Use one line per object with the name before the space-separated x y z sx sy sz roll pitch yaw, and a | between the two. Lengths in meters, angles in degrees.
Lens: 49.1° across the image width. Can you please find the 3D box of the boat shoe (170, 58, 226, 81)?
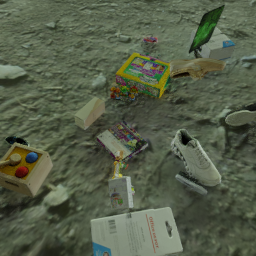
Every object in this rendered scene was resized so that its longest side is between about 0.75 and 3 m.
boat shoe | 2.667 -2.247 11.001 2.315 0.853 0.801 8 89 42

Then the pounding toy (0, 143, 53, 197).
pounding toy | -3.918 1.386 9.776 1.776 1.263 1.635 15 50 12

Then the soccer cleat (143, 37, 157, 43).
soccer cleat | 1.271 -5.000 15.950 0.808 0.270 0.309 -2 67 1

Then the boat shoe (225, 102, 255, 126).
boat shoe | 4.997 -0.673 11.843 2.249 0.831 0.678 -11 50 -14

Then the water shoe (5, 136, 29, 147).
water shoe | -4.410 0.483 11.100 1.096 0.433 0.392 16 51 13

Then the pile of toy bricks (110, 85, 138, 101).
pile of toy bricks | -0.217 -1.716 12.854 1.300 0.642 0.721 10 50 9

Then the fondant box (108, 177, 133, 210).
fondant box | -0.208 1.843 7.915 0.610 0.246 0.846 -15 71 28

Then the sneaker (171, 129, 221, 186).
sneaker | 2.465 1.061 10.257 0.921 0.994 2.452 -24 55 -21

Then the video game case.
video game case | -0.237 0.531 11.157 1.413 0.279 1.559 -32 57 -25

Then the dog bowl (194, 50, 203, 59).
dog bowl | 4.220 -3.829 14.798 1.544 0.453 1.544 0 49 0

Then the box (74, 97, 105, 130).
box | -1.616 -0.632 11.927 0.535 0.654 1.377 29 56 21

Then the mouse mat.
mouse mat | 3.217 -4.033 11.412 0.078 1.675 2.082 36 47 20

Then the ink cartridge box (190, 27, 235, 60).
ink cartridge box | 4.292 -4.336 14.405 1.409 0.813 1.943 -15 51 -12

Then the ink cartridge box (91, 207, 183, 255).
ink cartridge box | 0.213 3.356 8.362 2.482 0.828 1.438 -7 50 -6

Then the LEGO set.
LEGO set | -0.123 1.694 9.863 0.744 0.920 1.999 10 33 -8

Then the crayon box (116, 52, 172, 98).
crayon box | 0.873 -2.607 13.598 2.314 0.675 1.997 21 54 17

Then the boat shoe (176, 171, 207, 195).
boat shoe | 2.266 1.900 9.868 1.210 0.415 0.343 28 69 25

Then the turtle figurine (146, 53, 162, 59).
turtle figurine | 1.203 -3.577 14.510 0.851 0.572 1.136 -11 31 -32
